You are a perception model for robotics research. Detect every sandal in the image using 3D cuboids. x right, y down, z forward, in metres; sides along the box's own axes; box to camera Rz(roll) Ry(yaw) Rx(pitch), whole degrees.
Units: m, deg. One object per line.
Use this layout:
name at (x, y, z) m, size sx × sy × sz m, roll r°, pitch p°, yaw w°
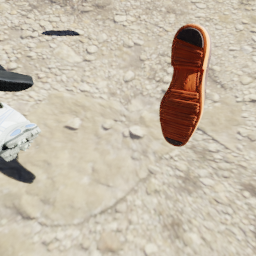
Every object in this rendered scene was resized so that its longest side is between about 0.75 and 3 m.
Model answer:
sandal at (-3.248, -1.267, 6.464) m, size 0.939 × 2.499 × 0.598 m, roll -18°, pitch 85°, yaw 18°

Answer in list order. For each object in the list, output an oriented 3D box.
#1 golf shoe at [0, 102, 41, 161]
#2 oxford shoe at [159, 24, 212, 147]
golf shoe at (-2.472, 0.183, 4.473) m, size 1.060 × 0.853 × 2.179 m, roll 46°, pitch 24°, yaw 2°
oxford shoe at (1.131, -0.706, 5.084) m, size 0.789 × 2.212 × 0.806 m, roll 21°, pitch 27°, yaw 24°
